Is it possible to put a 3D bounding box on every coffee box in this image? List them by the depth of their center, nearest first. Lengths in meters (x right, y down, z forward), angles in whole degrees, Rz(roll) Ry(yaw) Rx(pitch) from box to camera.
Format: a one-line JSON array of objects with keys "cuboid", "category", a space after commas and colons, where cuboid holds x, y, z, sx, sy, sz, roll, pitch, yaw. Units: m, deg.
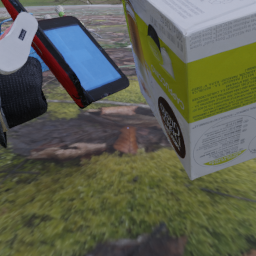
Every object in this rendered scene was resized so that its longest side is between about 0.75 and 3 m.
[{"cuboid": [1.725, -1.309, 4.888, 2.812, 2.781, 2.807, -19, 44, -4], "category": "coffee box"}]

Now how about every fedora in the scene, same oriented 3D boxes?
[{"cuboid": [-2.081, -0.738, 5.207, 1.021, 2.236, 2.236, -11, 31, -19], "category": "fedora"}]

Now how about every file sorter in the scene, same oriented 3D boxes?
[{"cuboid": [-2.677, -2.173, 7.481, 0.960, 1.384, 0.849, -30, 6, -23], "category": "file sorter"}]

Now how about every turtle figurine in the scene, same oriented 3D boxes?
[{"cuboid": [-1.804, -2.824, 8.347, 1.392, 1.001, 1.349, -20, 74, -47], "category": "turtle figurine"}]

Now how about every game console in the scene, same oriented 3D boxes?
[{"cuboid": [-1.210, -1.864, 6.085, 1.506, 2.187, 2.538, -38, 80, -10], "category": "game console"}]

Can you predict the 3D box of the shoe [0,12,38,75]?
[{"cuboid": [-1.432, -0.964, 3.442, 0.451, 0.354, 0.992, -27, 43, 41], "category": "shoe"}]
